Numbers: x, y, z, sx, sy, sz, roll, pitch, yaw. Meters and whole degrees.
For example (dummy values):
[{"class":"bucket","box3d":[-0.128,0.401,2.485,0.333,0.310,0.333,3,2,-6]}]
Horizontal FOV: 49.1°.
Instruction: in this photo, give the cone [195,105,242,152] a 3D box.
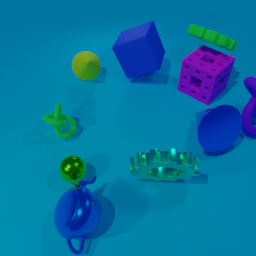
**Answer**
[{"class":"cone","box3d":[2.276,-0.217,8.055,1.350,1.350,1.355,-13,25,-12]}]

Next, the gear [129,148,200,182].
[{"class":"gear","box3d":[0.867,0.928,6.709,1.646,1.646,0.304,2,65,2]}]

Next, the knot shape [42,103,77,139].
[{"class":"knot shape","box3d":[-1.988,-0.275,8.147,0.487,1.055,0.987,-29,52,20]}]

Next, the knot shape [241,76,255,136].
[{"class":"knot shape","box3d":[3.931,-0.798,8.369,0.839,1.815,1.699,5,32,31]}]

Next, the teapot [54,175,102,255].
[{"class":"teapot","box3d":[-1.049,1.863,6.328,1.146,0.902,1.843,-22,51,39]}]

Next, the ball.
[{"class":"ball","box3d":[-1.423,1.051,7.211,0.713,0.713,0.713,0,47,0]}]

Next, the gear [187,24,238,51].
[{"class":"gear","box3d":[2.809,-3.035,9.402,1.657,0.306,1.657,19,19,-7]}]

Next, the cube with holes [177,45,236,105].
[{"class":"cube with holes","box3d":[2.637,-1.821,9.555,1.253,1.253,1.253,33,55,27]}]

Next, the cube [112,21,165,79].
[{"class":"cube","box3d":[0.418,-2.736,9.839,1.294,1.294,1.294,-10,38,27]}]

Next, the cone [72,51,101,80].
[{"class":"cone","box3d":[-1.415,-2.218,9.710,1.047,1.047,1.051,-11,7,-10]}]
